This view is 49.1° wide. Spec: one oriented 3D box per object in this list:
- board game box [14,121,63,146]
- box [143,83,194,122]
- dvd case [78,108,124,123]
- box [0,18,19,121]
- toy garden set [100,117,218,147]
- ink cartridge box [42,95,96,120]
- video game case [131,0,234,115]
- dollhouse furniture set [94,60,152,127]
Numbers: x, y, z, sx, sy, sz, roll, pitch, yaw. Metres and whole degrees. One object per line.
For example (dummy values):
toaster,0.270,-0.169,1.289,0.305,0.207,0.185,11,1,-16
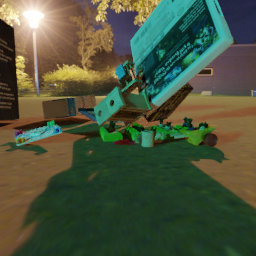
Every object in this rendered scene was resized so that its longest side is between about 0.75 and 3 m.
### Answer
board game box,-1.740,0.074,5.385,0.834,0.108,0.834,-18,18,-20
box,1.167,-0.751,8.084,1.057,1.319,0.292,-11,56,-50
dvd case,-0.744,-0.365,8.110,1.204,0.106,0.859,4,-19,33
box,-4.251,-1.579,7.333,1.728,2.943,2.894,-1,3,-1
toy garden set,0.565,0.024,5.580,2.113,0.422,1.762,-1,8,-10
ink cartridge box,-1.983,-0.726,9.718,1.122,0.657,1.552,-4,8,30
video game case,1.097,-2.209,7.182,0.350,2.723,2.995,11,-33,-30
dollhouse furniture set,-0.276,-0.893,7.183,1.026,1.456,1.020,3,-30,-44
